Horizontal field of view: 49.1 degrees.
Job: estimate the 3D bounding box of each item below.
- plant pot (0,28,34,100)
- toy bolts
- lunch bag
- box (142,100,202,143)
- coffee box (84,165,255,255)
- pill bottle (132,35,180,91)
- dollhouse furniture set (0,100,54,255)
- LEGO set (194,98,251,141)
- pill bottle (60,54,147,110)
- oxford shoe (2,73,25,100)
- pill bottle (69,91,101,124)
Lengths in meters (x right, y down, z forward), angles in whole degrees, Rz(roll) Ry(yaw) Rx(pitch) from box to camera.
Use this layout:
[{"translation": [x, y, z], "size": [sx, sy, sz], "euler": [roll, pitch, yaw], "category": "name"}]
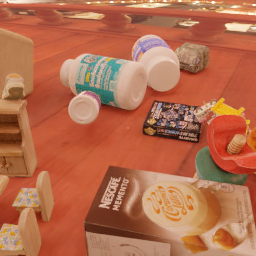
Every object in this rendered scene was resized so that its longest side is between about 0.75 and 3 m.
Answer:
[{"translation": [-4.981, -2.244, 9.819], "size": [2.932, 2.928, 2.596], "euler": [20, 24, 30], "category": "plant pot"}, {"translation": [2.677, 0.965, 5.585], "size": [2.692, 1.867, 2.572], "euler": [-3, 50, -14], "category": "toy bolts"}, {"translation": [2.834, -3.155, 12.865], "size": [1.522, 1.060, 1.276], "euler": [28, 56, 38], "category": "lunch bag"}, {"translation": [1.427, -0.255, 8.623], "size": [1.659, 0.415, 1.672], "euler": [8, 32, 13], "category": "box"}, {"translation": [0.709, 1.661, 4.856], "size": [2.589, 1.032, 1.480], "euler": [7, 32, 11], "category": "coffee box"}, {"translation": [1.124, -2.619, 11.337], "size": [1.642, 1.642, 2.931], "euler": [-3, 32, -5], "category": "pill bottle"}, {"translation": [-2.837, 0.868, 5.393], "size": [2.596, 1.839, 2.826], "euler": [1, 31, 2], "category": "dollhouse furniture set"}, {"translation": [2.615, 0.248, 7.025], "size": [1.208, 0.978, 2.627], "euler": [-32, 35, 20], "category": "LEGO set"}, {"translation": [-0.921, -1.687, 9.807], "size": [2.910, 1.612, 1.612], "euler": [15, 34, 24], "category": "pill bottle"}, {"translation": [-2.447, -0.843, 5.992], "size": [0.457, 0.351, 1.216], "euler": [-8, -8, -28], "category": "oxford shoe"}, {"translation": [-1.156, -0.615, 7.819], "size": [0.773, 0.773, 1.388], "euler": [0, 14, 0], "category": "pill bottle"}]
